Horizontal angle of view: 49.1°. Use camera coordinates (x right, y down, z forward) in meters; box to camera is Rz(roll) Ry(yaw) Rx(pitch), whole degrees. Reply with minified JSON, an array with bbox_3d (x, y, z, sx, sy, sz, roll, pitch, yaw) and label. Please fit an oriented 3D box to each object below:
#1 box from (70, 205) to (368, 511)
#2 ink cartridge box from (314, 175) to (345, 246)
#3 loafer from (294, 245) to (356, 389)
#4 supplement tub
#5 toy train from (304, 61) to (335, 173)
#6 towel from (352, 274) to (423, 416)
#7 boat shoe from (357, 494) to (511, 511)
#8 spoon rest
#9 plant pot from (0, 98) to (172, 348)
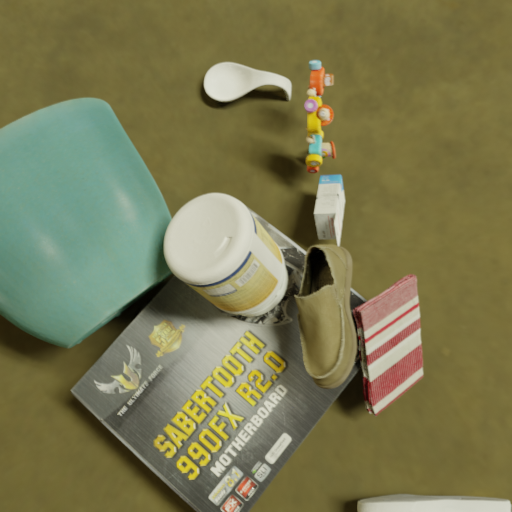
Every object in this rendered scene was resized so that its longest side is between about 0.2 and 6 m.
[{"bbox_3d":[-0.321,1.654,8.943,3.194,0.975,4.033,40,78,10],"label":"box"},{"bbox_3d":[1.240,-0.746,9.504,0.384,0.666,1.151,1,50,16],"label":"ink cartridge box"},{"bbox_3d":[0.889,0.766,7.761,0.797,0.707,2.097,-22,55,39],"label":"loafer"},{"bbox_3d":[-0.347,0.069,7.819,1.278,1.770,1.278,-10,62,20],"label":"supplement tub"},{"bbox_3d":[1.129,-2.334,9.574,0.496,1.785,1.341,2,32,10],"label":"toy train"},{"bbox_3d":[2.089,1.373,8.659,1.361,0.215,1.890,-25,116,-33],"label":"towel"},{"bbox_3d":[2.694,4.061,8.421,2.334,0.828,0.815,4,72,-6],"label":"boat shoe"},{"bbox_3d":[-0.158,-3.247,10.537,1.658,0.502,0.824,4,75,0],"label":"spoon rest"},{"bbox_3d":[-2.743,-0.258,8.404,3.294,3.294,2.644,-37,91,-9],"label":"plant pot"}]
